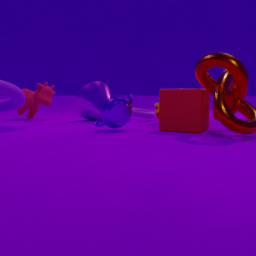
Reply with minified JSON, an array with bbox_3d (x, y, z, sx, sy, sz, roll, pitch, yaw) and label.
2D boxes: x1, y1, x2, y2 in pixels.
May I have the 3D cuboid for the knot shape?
[{"bbox_3d":[2.266,-0.755,6.423,0.900,1.948,1.823,-25,-3,13],"label":"knot shape"}]

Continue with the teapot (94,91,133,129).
[{"bbox_3d":[-0.303,-0.468,7.166,1.356,0.843,0.664,-39,36,-6],"label":"teapot"}]

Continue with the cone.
[{"bbox_3d":[-0.807,-0.571,9.377,1.493,1.493,1.498,-6,36,-38],"label":"cone"}]

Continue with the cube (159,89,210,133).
[{"bbox_3d":[1.462,-0.470,7.172,1.047,1.047,1.047,4,8,27],"label":"cube"}]

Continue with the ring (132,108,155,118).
[{"bbox_3d":[0.428,-0.529,9.835,1.078,0.216,1.078,9,10,-1],"label":"ring"}]

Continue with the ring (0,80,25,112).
[{"bbox_3d":[-3.579,-0.826,7.314,1.686,0.337,1.686,-4,-17,-1],"label":"ring"}]

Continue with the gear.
[{"bbox_3d":[1.527,-0.669,8.575,1.420,0.263,1.420,-14,40,12],"label":"gear"}]

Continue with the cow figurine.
[{"bbox_3d":[-3.389,-1.101,9.998,1.543,1.518,0.847,36,3,35],"label":"cow figurine"}]
